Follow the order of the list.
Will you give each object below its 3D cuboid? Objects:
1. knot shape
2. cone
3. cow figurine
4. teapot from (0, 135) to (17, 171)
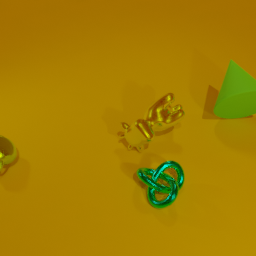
[{"bbox_3d":[0.818,1.168,6.251,1.054,0.520,1.126,-23,55,-22],"label":"knot shape"},{"bbox_3d":[3.026,-1.283,7.788,1.535,1.535,1.541,-3,66,-3],"label":"cone"},{"bbox_3d":[0.634,-0.176,7.416,1.701,0.949,1.728,-35,5,14],"label":"cow figurine"},{"bbox_3d":[-3.099,0.554,6.719,0.587,0.745,1.198,-35,50,20],"label":"teapot"}]
